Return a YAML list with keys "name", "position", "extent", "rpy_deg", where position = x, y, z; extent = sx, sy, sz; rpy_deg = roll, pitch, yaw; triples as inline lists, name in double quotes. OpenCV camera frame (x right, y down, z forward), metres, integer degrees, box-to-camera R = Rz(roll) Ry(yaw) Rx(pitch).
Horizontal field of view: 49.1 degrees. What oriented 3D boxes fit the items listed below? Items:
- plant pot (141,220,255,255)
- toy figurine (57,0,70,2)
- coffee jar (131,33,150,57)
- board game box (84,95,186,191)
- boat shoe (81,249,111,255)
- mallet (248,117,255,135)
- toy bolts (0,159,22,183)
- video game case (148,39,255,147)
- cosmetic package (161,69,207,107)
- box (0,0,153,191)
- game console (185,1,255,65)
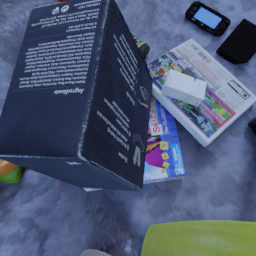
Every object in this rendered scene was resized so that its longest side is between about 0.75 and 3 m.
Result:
- name: "plant pot"
  position: [1.492, 2.829, 5.741]
  extent: [2.344, 2.193, 2.193]
  rpy_deg: [7, 68, 18]
- name: "toy figurine"
  position: [-1.550, -3.923, 8.755]
  extent: [1.401, 0.975, 1.379]
  rpy_deg: [-1, 69, -1]
- name: "coffee jar"
  position: [0.107, -2.520, 8.481]
  extent: [1.100, 0.469, 0.574]
  rpy_deg: [40, 65, 14]
- name: "board game box"
  position: [0.023, 0.221, 7.399]
  extent: [2.543, 0.525, 2.549]
  rpy_deg: [-8, 69, -3]
- name: "boat shoe"
  position: [-0.213, 3.311, 6.177]
  extent: [1.961, 0.724, 0.591]
  rpy_deg: [20, 113, -9]
- name: "mallet"
  position: [4.197, -0.550, 7.777]
  extent: [0.747, 0.467, 2.267]
  rpy_deg: [44, 71, 6]
- name: "toy bolts"
  position: [-3.919, 0.934, 6.310]
  extent: [2.768, 2.010, 2.898]
  rpy_deg: [18, 69, 7]
- name: "video game case"
  position: [1.898, -1.107, 7.672]
  extent: [2.424, 0.306, 2.660]
  rpy_deg: [-35, 75, -29]
- name: "cosmetic package"
  position: [1.402, -1.006, 7.040]
  extent: [1.007, 0.409, 0.568]
  rpy_deg: [19, 63, -5]
- name: "box"
  position: [-0.738, -0.429, 5.632]
  extent: [1.713, 2.868, 2.917]
  rpy_deg: [-1, 69, 21]
- name: "game console"
  position: [2.909, -3.078, 8.790]
  extent: [2.558, 0.308, 1.509]
  rpy_deg: [37, 73, 14]
